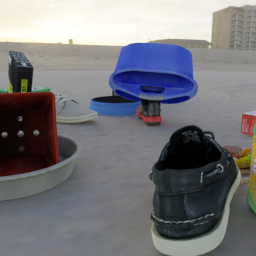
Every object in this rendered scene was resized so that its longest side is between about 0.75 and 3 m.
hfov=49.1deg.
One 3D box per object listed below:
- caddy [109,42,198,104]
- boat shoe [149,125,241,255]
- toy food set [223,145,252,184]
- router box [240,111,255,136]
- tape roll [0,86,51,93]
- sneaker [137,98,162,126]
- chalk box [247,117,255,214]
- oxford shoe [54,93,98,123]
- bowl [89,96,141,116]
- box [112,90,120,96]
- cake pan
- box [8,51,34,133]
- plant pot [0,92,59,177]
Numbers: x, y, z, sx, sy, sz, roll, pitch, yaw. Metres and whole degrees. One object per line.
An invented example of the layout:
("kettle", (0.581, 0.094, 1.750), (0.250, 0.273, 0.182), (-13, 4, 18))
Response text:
("caddy", (0.778, -1.486, 8.567), (2.691, 1.412, 1.902), (6, -21, 7))
("boat shoe", (0.907, 0.469, 3.941), (1.098, 0.975, 2.939), (-9, 10, 27))
("toy food set", (2.019, 0.531, 5.332), (1.142, 0.332, 1.654), (-4, 14, -16))
("router box", (4.524, -0.073, 7.271), (2.305, 0.563, 2.069), (-9, 17, -33))
("tape roll", (-4.989, -1.625, 13.532), (2.431, 0.584, 2.431), (0, 14, 0))
("sneaker", (0.665, -0.655, 9.029), (0.630, 0.871, 1.783), (-4, 13, -8))
("chalk box", (2.268, 0.673, 2.697), (1.329, 1.322, 2.136), (-1, 13, -1))
("oxford shoe", (-2.238, -0.710, 9.349), (2.907, 0.839, 1.093), (13, 16, 35))
("bowl", (-0.380, -0.924, 10.965), (2.317, 0.455, 2.317), (0, 14, 0))
("box", (0.467, -1.979, 13.768), (1.989, 1.137, 2.184), (2, 14, 14))
("cake pan", (-2.011, 0.588, 4.875), (2.396, 0.439, 2.396), (0, 14, 0))
("box", (-2.934, -0.968, 7.497), (0.450, 1.831, 1.896), (-3, 26, -28))
("plant pot", (-1.938, 0.137, 4.875), (1.406, 1.405, 1.239), (-3, 3, -13))
